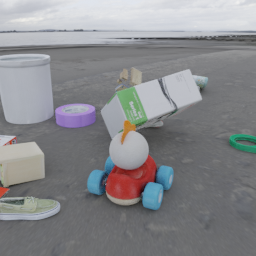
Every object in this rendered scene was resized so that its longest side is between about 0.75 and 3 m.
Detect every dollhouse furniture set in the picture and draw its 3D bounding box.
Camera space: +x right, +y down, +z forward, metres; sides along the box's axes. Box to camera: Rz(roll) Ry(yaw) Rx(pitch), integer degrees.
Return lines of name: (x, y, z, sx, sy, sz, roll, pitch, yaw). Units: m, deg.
dollhouse furniture set: (-0.097, -1.587, 9.610, 0.898, 0.621, 0.952, 23, -34, -31)

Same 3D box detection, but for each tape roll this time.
tape roll: (-2.135, -0.527, 11.464, 1.592, 0.522, 1.592, -1, 21, 0)

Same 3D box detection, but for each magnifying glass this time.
magnifying glass: (4.341, 0.695, 8.763, 0.990, 0.279, 2.487, -15, 24, -34)

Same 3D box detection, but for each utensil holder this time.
utensil holder: (-4.210, -1.651, 11.578, 2.146, 2.525, 2.146, 0, 21, 0)

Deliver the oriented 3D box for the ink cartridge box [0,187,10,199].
ink cartridge box: (-3.690, 1.653, 5.524, 1.320, 0.610, 2.422, 7, 28, 16)

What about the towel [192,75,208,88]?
towel: (3.626, -2.676, 16.164, 1.786, 0.502, 2.087, 8, 2, 10)

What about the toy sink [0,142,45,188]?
toy sink: (-2.999, 0.962, 7.310, 1.398, 0.783, 0.911, -8, 22, -32)

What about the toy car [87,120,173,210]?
toy car: (0.099, 0.658, 6.576, 1.724, 1.870, 1.654, 10, 23, 23)

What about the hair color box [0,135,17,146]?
hair color box: (-4.106, 0.771, 8.104, 0.968, 0.558, 1.745, 4, 23, 11)

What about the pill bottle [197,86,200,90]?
pill bottle: (3.553, -2.208, 15.786, 0.861, 0.491, 0.491, 15, 26, 34)

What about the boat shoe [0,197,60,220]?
boat shoe: (-2.126, 1.681, 5.969, 1.307, 0.405, 0.470, -4, 22, -10)

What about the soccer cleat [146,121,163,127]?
soccer cleat: (0.844, -0.175, 10.851, 1.050, 0.360, 0.447, 10, 34, 28)

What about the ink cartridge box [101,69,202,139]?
ink cartridge box: (0.730, -0.761, 9.347, 2.770, 1.168, 2.024, -20, -6, -21)
